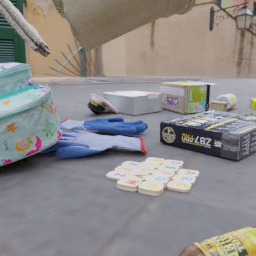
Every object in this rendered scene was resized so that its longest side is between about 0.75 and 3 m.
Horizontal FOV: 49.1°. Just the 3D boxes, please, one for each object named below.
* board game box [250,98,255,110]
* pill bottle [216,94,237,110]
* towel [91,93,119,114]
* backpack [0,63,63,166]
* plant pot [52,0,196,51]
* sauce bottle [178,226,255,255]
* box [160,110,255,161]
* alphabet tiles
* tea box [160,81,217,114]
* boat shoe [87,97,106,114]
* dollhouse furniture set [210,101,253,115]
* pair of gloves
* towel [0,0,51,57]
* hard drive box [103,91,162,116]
[{"bbox_3d":[5.669,-1.029,11.900,0.722,0.338,1.422,4,13,16],"label":"board game box"},{"bbox_3d":[4.069,-1.077,11.461,0.623,0.623,1.196,9,14,35],"label":"pill bottle"},{"bbox_3d":[-0.849,-0.930,10.407,0.891,0.150,0.933,34,-1,45],"label":"towel"},{"bbox_3d":[-2.432,-0.258,5.237,2.138,1.813,2.408,-21,30,-27],"label":"backpack"},{"bbox_3d":[-0.277,-2.298,4.474,1.866,2.039,2.039,-33,16,-2],"label":"plant pot"},{"bbox_3d":[0.681,1.084,2.231,1.159,0.375,0.375,-6,14,-24],"label":"sauce bottle"},{"bbox_3d":[2.169,0.044,6.480,1.877,0.572,2.329,10,16,44],"label":"box"},{"bbox_3d":[0.400,0.724,4.479,1.330,0.099,1.360,6,13,25],"label":"alphabet tiles"},{"bbox_3d":[2.335,-1.245,11.088,1.614,1.096,1.640,-7,15,-26],"label":"tea box"},{"bbox_3d":[-1.166,-0.782,10.282,0.570,0.476,1.528,33,-1,5],"label":"boat shoe"},{"bbox_3d":[2.934,-0.430,8.221,1.118,0.743,0.980,-10,16,-38],"label":"dollhouse furniture set"},{"bbox_3d":[-0.670,0.155,6.574,2.290,0.325,2.848,2,14,3],"label":"pair of gloves"},{"bbox_3d":[-3.328,-3.268,8.352,0.445,2.582,1.711,-41,11,-1],"label":"towel"},{"bbox_3d":[0.156,-1.019,10.967,1.461,0.720,1.875,-11,17,-39],"label":"hard drive box"}]
